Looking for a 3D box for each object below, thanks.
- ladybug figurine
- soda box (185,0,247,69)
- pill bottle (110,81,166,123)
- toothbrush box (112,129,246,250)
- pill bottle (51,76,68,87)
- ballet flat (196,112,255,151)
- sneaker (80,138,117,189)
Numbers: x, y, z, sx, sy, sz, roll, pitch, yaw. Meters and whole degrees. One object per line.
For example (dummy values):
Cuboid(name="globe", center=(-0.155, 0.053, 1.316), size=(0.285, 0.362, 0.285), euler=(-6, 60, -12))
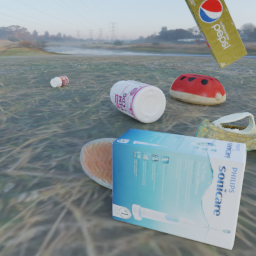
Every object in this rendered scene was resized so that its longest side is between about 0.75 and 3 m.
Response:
Cuboid(name="ladybug figurine", center=(3.019, -1.740, 12.241), size=(2.028, 1.075, 2.988), euler=(-9, 20, -26))
Cuboid(name="soda box", center=(2.861, -3.536, 9.337), size=(0.995, 2.938, 0.941), euler=(-29, 27, 16))
Cuboid(name="pill bottle", center=(0.246, -0.998, 9.725), size=(1.205, 1.205, 2.125), euler=(-9, 19, -25))
Cuboid(name="toothbrush box", center=(0.697, 0.796, 4.045), size=(1.748, 1.280, 0.746), euler=(7, 19, 22))
Cuboid(name="pill bottle", center=(-3.871, -2.618, 15.829), size=(0.563, 0.563, 1.028), euler=(7, 19, 21))
Cuboid(name="ballet flat", center=(3.075, 0.098, 6.718), size=(2.955, 1.045, 1.045), euler=(-2, 18, -5))
Cuboid(name="sneaker", center=(0.401, 0.677, 5.263), size=(2.643, 0.943, 1.056), euler=(4, 0, 24))
